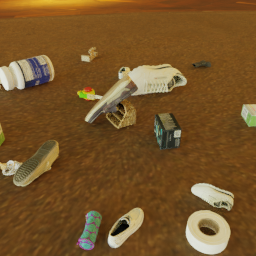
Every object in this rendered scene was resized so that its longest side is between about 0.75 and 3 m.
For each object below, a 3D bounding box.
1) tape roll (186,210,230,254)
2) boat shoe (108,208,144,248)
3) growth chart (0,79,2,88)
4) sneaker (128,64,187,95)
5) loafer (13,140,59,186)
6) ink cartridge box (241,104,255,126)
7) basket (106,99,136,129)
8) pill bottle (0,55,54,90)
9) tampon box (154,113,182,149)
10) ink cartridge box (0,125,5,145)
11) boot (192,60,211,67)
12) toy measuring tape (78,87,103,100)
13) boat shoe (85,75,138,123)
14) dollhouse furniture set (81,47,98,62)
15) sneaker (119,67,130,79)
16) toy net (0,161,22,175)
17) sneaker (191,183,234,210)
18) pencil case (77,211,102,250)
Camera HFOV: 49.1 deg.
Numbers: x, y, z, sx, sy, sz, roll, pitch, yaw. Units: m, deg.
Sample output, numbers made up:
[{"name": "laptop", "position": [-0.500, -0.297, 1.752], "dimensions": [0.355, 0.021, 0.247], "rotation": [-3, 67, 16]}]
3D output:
[{"name": "tape roll", "position": [1.673, 2.168, 5.889], "dimensions": [0.880, 0.308, 0.880], "rotation": [-1, 33, 0]}, {"name": "boat shoe", "position": [-0.012, 2.057, 6.004], "dimensions": [0.407, 0.362, 1.108], "rotation": [19, 38, 26]}, {"name": "growth chart", "position": [-6.292, -2.164, 12.611], "dimensions": [1.536, 0.188, 2.123], "rotation": [-6, 34, -7]}, {"name": "sneaker", "position": [1.098, -1.904, 11.512], "dimensions": [2.869, 1.096, 1.155], "rotation": [-22, 48, -27]}, {"name": "loafer", "position": [-2.363, 1.001, 7.507], "dimensions": [0.581, 0.525, 1.537], "rotation": [18, 53, 34]}, {"name": "ink cartridge box", "position": [4.862, -0.456, 9.755], "dimensions": [1.538, 0.456, 0.798], "rotation": [0, 33, 0]}, {"name": "basket", "position": [-0.253, -0.542, 9.658], "dimensions": [0.737, 0.706, 0.989], "rotation": [-15, 36, -24]}, {"name": "pill bottle", "position": [-4.323, -2.345, 11.978], "dimensions": [2.031, 1.175, 1.175], "rotation": [-24, 40, -31]}, {"name": "tampon box", "position": [1.208, 0.087, 8.680], "dimensions": [0.603, 0.716, 0.955], "rotation": [-4, 33, -7]}, {"name": "ink cartridge box", "position": [-4.767, 0.100, 8.521], "dimensions": [1.698, 0.881, 0.503], "rotation": [1, 33, 2]}, {"name": "boot", "position": [3.708, -3.174, 14.135], "dimensions": [0.697, 0.277, 0.800], "rotation": [-20, 34, -19]}, {"name": "toy measuring tape", "position": [-1.312, -1.328, 11.077], "dimensions": [1.415, 0.521, 0.521], "rotation": [9, 34, 13]}, {"name": "boat shoe", "position": [-0.562, -0.825, 9.368], "dimensions": [0.693, 2.139, 0.769], "rotation": [44, 14, -12]}, {"name": "dollhouse furniture set", "position": [-2.067, -4.030, 15.135], "dimensions": [0.470, 0.550, 1.062], "rotation": [13, 35, 15]}, {"name": "sneaker", "position": [-0.149, -2.692, 13.217], "dimensions": [0.412, 0.400, 1.129], "rotation": [7, 34, 11]}, {"name": "toy net", "position": [-3.599, 1.096, 7.525], "dimensions": [1.591, 0.307, 0.835], "rotation": [-3, 33, -5]}, {"name": "sneaker", "position": [1.994, 1.636, 6.678], "dimensions": [0.996, 0.380, 0.401], "rotation": [12, 44, 20]}, {"name": "pencil case", "position": [-0.799, 2.144, 5.909], "dimensions": [0.354, 0.326, 0.766], "rotation": [17, 33, -3]}]
